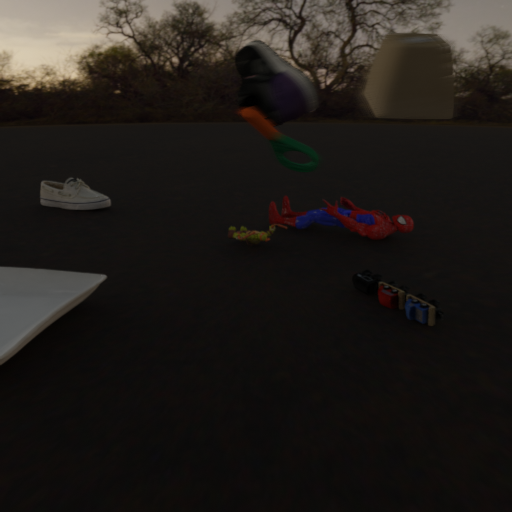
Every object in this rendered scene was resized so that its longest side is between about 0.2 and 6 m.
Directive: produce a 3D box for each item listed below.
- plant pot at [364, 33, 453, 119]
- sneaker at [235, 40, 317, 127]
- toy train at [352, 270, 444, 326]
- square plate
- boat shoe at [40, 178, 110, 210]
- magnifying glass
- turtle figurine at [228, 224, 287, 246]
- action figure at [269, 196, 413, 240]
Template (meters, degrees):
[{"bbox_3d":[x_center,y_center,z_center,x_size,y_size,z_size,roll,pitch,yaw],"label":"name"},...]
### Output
[{"bbox_3d":[2.703,-3.181,9.748,1.313,1.164,1.314,1,34,-1],"label":"plant pot"},{"bbox_3d":[0.001,-3.925,12.766,1.353,1.170,3.091,-31,44,-9],"label":"sneaker"},{"bbox_3d":[2.064,0.599,8.444,0.433,0.323,1.892,-12,20,-24],"label":"toy train"},{"bbox_3d":[-4.001,0.793,7.636,2.983,0.424,2.955,3,17,9],"label":"square plate"},{"bbox_3d":[-4.938,-1.713,15.173,2.225,0.777,0.789,8,19,25],"label":"boat shoe"},{"bbox_3d":[0.343,-1.628,7.989,0.588,0.165,1.477,-5,-27,43],"label":"magnifying glass"},{"bbox_3d":[-0.042,-0.428,11.655,1.248,0.402,1.006,-18,17,-36],"label":"turtle figurine"},{"bbox_3d":[1.906,-0.890,12.618,3.273,0.846,1.071,13,19,28],"label":"action figure"}]
